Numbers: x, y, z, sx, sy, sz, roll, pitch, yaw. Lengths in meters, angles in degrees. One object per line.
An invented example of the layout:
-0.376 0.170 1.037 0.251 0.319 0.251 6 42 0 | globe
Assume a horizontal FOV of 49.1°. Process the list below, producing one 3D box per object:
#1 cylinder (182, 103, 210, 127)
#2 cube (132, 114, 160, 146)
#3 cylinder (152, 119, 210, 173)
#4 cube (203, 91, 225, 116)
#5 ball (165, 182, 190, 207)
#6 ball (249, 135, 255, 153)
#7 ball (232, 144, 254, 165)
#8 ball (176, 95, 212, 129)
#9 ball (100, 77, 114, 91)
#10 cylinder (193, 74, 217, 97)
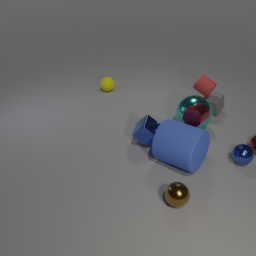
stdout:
2.340 -0.441 9.610 0.700 0.700 0.700 24 32 32 | cylinder
0.681 0.084 10.059 0.700 0.700 0.700 37 43 -16 | cube
1.722 0.555 9.127 1.400 1.400 1.400 20 38 33 | cylinder
3.688 -1.081 12.135 0.700 0.700 0.700 21 54 38 | cube
1.384 1.864 7.852 0.700 0.700 0.700 0 33 0 | ball
4.630 0.568 9.837 0.700 0.700 0.700 0 33 0 | ball
3.831 0.878 9.341 0.700 0.700 0.700 0 33 0 | ball
2.574 -0.579 10.951 1.400 1.400 1.400 0 33 0 | ball
-1.027 -2.195 14.020 0.700 0.700 0.700 0 33 0 | ball
3.175 -1.745 11.577 0.700 0.700 0.700 39 45 12 | cylinder
